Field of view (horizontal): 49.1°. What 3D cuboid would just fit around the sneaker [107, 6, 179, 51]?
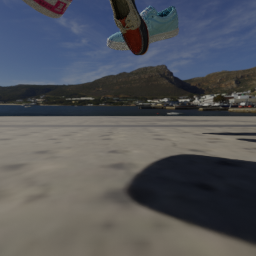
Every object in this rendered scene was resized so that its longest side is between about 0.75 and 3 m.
[{"bbox_3d":[0.442,-3.139,8.555,2.540,1.041,0.939,-25,38,-24],"label":"sneaker"}]

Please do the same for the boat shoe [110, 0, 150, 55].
[{"bbox_3d":[-0.024,-2.374,5.966,0.617,1.735,0.543,-7,19,32],"label":"boat shoe"}]

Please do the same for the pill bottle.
[{"bbox_3d":[-1.106,-3.225,4.852,2.279,1.292,1.292,-46,-18,22],"label":"pill bottle"}]
